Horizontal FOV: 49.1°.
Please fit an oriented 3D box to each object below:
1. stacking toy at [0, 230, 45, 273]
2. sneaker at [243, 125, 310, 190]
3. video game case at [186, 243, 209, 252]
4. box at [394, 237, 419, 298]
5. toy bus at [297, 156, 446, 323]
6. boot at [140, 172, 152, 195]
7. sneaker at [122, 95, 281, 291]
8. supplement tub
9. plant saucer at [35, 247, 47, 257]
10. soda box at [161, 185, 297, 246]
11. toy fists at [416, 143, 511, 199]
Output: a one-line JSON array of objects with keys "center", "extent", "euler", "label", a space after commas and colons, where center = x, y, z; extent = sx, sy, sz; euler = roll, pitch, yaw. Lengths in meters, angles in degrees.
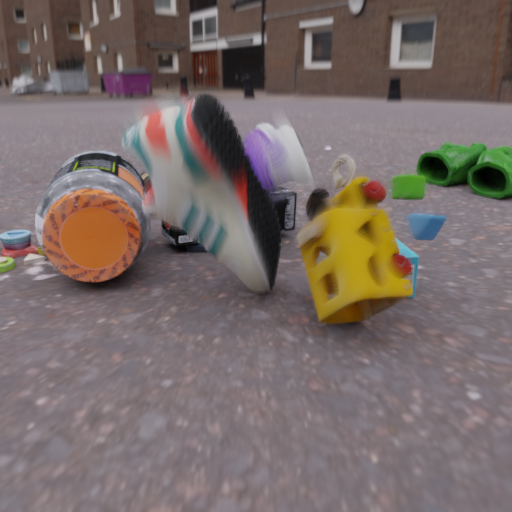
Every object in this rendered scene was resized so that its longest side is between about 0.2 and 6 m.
[{"center": [-4.716, -0.173, 10.446], "extent": [1.218, 0.568, 1.345], "euler": [18, 27, 42], "label": "stacking toy"}, {"center": [-0.061, -1.763, 10.409], "extent": [1.273, 1.230, 3.050], "euler": [-20, 9, -9], "label": "sneaker"}, {"center": [-0.464, -0.348, 11.540], "extent": [1.810, 0.172, 1.293], "euler": [-1, 19, 0], "label": "video game case"}, {"center": [2.178, 0.058, 9.561], "extent": [0.438, 0.733, 1.782], "euler": [-3, 20, -8], "label": "box"}, {"center": [1.184, -0.212, 7.812], "extent": [1.203, 2.197, 2.329], "euler": [2, 18, -34], "label": "toy bus"}, {"center": [-1.875, -1.555, 13.889], "extent": [1.723, 0.965, 2.491], "euler": [12, 23, 17], "label": "boot"}, {"center": [-0.746, -0.741, 8.368], "extent": [1.560, 3.338, 1.175], "euler": [-7, 43, 22], "label": "sneaker"}, {"center": [-2.884, -0.761, 10.112], "extent": [1.891, 1.891, 3.087], "euler": [-4, 19, -11], "label": "supplement tub"}, {"center": [-3.810, -0.092, 10.728], "extent": [0.602, 0.146, 0.602], "euler": [9, 15, 4], "label": "plant saucer"}, {"center": [-0.547, -0.878, 11.479], "extent": [2.692, 0.853, 0.953], "euler": [-8, 21, -26], "label": "soda box"}, {"center": [6.490, -2.565, 16.185], "extent": [1.819, 1.227, 3.568], "euler": [-11, 21, -30], "label": "toy fists"}]
